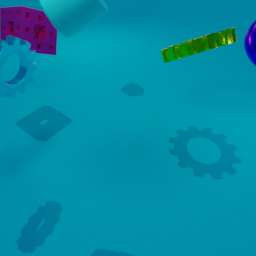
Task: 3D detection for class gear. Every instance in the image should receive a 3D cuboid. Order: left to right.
[{"bbox_3d":[-2.195,-1.126,5.264,0.210,1.137,1.137,24,44,21],"label":"gear"},{"bbox_3d":[1.775,-2.090,7.166,1.869,0.346,1.869,-16,11,3],"label":"gear"}]

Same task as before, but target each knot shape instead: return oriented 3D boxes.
[{"bbox_3d":[2.140,-1.443,3.911,0.637,1.290,1.378,10,30,41],"label":"knot shape"}]

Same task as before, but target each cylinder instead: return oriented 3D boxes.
[{"bbox_3d":[-0.808,-1.885,4.214,0.752,0.752,0.752,-28,37,14],"label":"cylinder"}]

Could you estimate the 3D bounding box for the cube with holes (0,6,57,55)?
[{"bbox_3d":[-2.893,-2.800,8.175,1.151,1.151,1.151,16,16,37],"label":"cube with holes"}]
